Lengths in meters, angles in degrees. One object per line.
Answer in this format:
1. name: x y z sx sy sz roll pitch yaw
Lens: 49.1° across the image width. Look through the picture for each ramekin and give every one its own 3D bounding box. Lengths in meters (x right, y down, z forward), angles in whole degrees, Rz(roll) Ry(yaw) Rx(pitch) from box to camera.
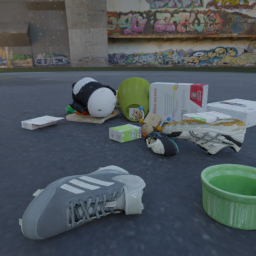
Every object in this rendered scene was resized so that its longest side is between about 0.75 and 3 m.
1. ramekin: 2.127 1.292 5.393 1.449 0.708 1.449 0 15 0

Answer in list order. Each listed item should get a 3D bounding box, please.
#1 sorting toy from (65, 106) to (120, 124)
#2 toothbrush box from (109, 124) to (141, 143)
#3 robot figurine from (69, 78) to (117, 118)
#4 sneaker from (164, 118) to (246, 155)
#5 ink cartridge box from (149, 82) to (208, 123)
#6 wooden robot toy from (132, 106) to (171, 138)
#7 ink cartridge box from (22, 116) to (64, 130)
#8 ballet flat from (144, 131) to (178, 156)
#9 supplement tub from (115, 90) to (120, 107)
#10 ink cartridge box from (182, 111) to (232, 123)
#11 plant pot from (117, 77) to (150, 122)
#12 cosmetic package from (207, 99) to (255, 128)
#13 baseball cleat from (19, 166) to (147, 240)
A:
1. sorting toy: -2.067 -0.743 13.616 2.847 0.419 2.104 6 16 18
2. toothbrush box: -0.096 0.182 10.140 0.972 0.418 0.708 -14 20 -39
3. robot figurine: -1.573 -1.356 12.539 2.315 1.739 1.445 35 3 38
4. sneaker: 2.289 0.314 8.357 2.449 1.074 0.926 0 15 0
5. ink cartridge box: 2.231 -1.129 12.509 2.381 1.735 0.986 8 17 28
6. wooden robot toy: 0.880 0.047 10.080 2.117 0.932 0.960 23 55 19
7. ink cartridge box: -3.554 -0.212 11.835 1.197 0.304 1.359 9 18 33
8. ballet flat: 0.939 0.527 8.659 0.607 0.607 1.663 -5 16 -18
9. supplement tub: -0.587 -1.666 16.006 1.348 0.977 0.977 0 15 3
10. ink cartridge box: 3.106 -0.204 11.121 1.560 0.655 1.135 -6 16 -20
11. plant pot: 0.347 -1.170 13.182 1.835 1.835 1.962 0 31 1
12. cosmetic package: 5.260 -0.759 13.095 2.921 0.755 2.202 -12 22 -38
13. baseball cleat: -0.544 1.283 5.068 1.383 0.906 2.599 10 18 33
